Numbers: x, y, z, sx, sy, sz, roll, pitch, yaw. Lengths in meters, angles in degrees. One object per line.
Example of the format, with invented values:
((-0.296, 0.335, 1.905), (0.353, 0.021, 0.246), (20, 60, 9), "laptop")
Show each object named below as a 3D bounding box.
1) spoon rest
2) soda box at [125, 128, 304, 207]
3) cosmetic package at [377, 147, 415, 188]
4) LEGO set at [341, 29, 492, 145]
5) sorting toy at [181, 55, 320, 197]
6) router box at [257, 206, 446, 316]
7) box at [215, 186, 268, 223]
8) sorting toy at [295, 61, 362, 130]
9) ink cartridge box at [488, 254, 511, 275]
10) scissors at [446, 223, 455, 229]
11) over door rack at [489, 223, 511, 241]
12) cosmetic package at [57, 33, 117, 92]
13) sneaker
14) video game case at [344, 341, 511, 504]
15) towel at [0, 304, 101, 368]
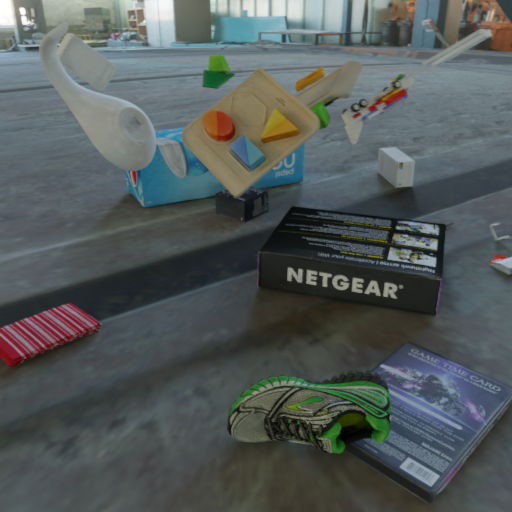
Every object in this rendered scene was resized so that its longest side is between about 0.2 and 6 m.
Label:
((-2.895, -2.796, 10.322), (0.854, 2.818, 1.400), (-14, 34, 39), "spoon rest")
((-1.010, -2.489, 14.350), (4.479, 1.519, 1.437), (-13, 29, -25), "soda box")
((3.754, -2.405, 15.112), (0.525, 0.721, 1.417), (-6, 28, -8), "cosmetic package")
((2.500, -2.703, 9.116), (2.714, 0.666, 2.028), (-25, 7, 32), "LEGO set")
((-0.424, -2.576, 10.199), (2.007, 0.400, 2.716), (-42, 65, -1), "sorting toy")
((1.796, -0.026, 10.200), (3.070, 0.784, 2.290), (8, 28, 17), "router box")
((-0.326, -1.238, 12.963), (0.891, 0.532, 0.906), (19, 34, 34), "box")
((1.109, -3.091, 11.581), (2.221, 0.537, 3.945), (-20, 26, 31), "sorting toy")
((4.738, 0.100, 10.670), (0.567, 0.199, 0.698), (-13, 34, -25), "ink cartridge box")
((3.599, -0.423, 11.812), (1.911, 0.133, 0.699), (-8, 25, -19), "scissors")
((6.110, -0.518, 11.489), (2.041, 0.680, 1.508), (5, 22, 42), "over door rack")
((-3.644, -4.120, 11.945), (1.157, 0.653, 0.469), (33, 0, -41), "cosmetic package")
((0.588, 1.816, 6.327), (1.904, 0.743, 0.811), (-11, 29, 7), "sneaker")
((2.003, 1.905, 6.967), (1.599, 0.212, 2.238), (23, 34, 39), "video game case")
((-3.240, 1.165, 8.518), (1.045, 0.163, 1.445), (22, 32, 40), "towel")
